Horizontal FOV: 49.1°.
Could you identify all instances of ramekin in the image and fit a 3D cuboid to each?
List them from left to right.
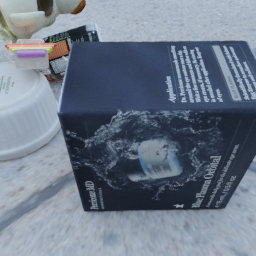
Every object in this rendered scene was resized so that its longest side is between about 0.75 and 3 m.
[{"bbox_3d":[-3.276,-0.595,7.346,2.885,1.344,2.885,-1,40,1],"label":"ramekin"}]

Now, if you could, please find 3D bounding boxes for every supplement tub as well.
[{"bbox_3d":[-1.928,-2.475,9.299,2.333,1.429,1.429,-16,41,4],"label":"supplement tub"}]

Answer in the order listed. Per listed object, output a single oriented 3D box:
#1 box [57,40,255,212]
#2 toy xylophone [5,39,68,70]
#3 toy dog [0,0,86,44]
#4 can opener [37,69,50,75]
[{"bbox_3d":[0.533,0.124,5.176,2.991,2.941,1.756,-1,48,0],"label":"box"},{"bbox_3d":[-2.371,-1.985,7.484,1.580,0.542,2.158,-10,26,-24],"label":"toy xylophone"},{"bbox_3d":[-2.805,-4.172,8.875,2.936,2.048,2.846,-37,31,-23],"label":"toy dog"},{"bbox_3d":[-3.512,-1.807,8.791,2.292,0.762,0.603,-6,-3,11],"label":"can opener"}]
